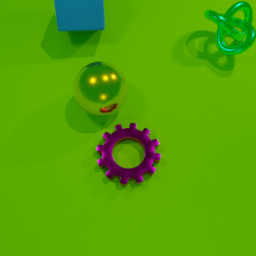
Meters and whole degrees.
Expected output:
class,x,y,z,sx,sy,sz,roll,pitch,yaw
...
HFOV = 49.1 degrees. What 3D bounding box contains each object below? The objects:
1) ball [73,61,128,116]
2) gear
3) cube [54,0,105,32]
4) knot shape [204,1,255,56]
class,x,y,z,sx,sy,sz,roll,pitch,yaw
ball,-0.651,-0.931,6.709,1.302,1.302,1.302,0,67,0
gear,0.013,0.607,6.598,1.473,0.272,1.473,0,67,0
cube,-1.253,-3.290,7.457,1.200,1.200,1.200,-3,27,-3
knot shape,2.874,-2.782,7.540,1.453,0.718,1.553,-34,82,-22
